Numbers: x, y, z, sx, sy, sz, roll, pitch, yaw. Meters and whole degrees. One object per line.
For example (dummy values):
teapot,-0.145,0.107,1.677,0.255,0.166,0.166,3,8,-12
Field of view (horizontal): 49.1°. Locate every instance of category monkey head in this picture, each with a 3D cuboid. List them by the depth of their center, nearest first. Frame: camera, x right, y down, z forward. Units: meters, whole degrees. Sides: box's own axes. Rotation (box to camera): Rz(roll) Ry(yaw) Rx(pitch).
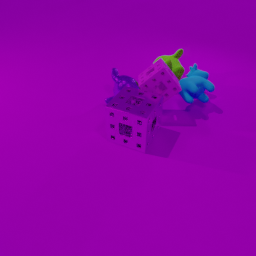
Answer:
monkey head,-0.162,-1.057,8.239,1.022,0.856,1.421,-31,71,-36
monkey head,1.202,-2.018,9.236,1.686,1.213,1.016,-31,59,7

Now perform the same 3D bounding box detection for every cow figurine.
cow figurine,1.920,-1.331,8.328,1.395,0.766,1.373,-8,45,-31

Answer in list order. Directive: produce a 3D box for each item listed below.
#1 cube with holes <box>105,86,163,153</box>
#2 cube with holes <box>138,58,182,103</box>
cube with holes,0.171,-0.244,7.135,1.081,1.081,1.081,17,42,20
cube with holes,0.837,-1.227,7.537,0.796,0.796,0.796,-35,24,20
